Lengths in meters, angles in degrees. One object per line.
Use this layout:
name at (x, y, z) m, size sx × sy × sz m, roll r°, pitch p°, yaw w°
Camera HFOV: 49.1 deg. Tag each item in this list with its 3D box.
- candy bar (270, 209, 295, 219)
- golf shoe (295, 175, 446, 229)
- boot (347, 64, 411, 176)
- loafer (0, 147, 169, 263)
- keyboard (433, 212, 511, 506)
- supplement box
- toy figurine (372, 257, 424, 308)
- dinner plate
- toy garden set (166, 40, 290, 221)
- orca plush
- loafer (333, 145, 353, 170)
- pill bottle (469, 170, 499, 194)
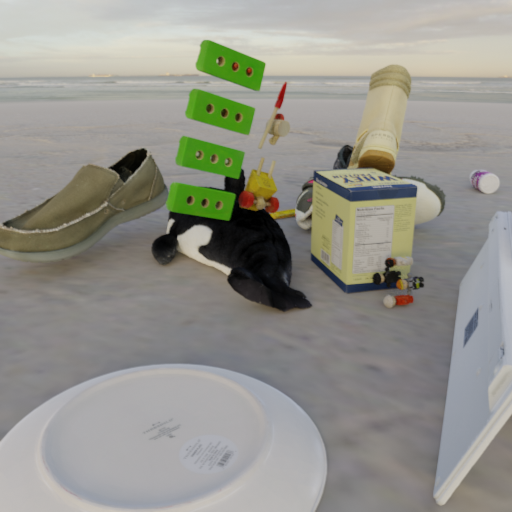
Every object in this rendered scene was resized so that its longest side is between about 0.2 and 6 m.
candy bar at (0.820, -0.936, 12.288) m, size 1.189 × 0.132 × 0.296 m, roll -9°, pitch 28°, yaw -24°
golf shoe at (2.208, -0.850, 11.070) m, size 2.918 × 1.126 × 1.285 m, roll 1°, pitch 36°, yaw 18°
boot at (2.181, -2.269, 10.034) m, size 0.805 × 1.720 × 2.213 m, roll 11°, pitch -4°, yaw 6°
loafer at (-2.919, -0.983, 9.484) m, size 1.296 × 1.200 × 3.446 m, roll 16°, pitch 34°, yaw 29°
keyboard at (2.468, 0.649, 6.097) m, size 0.253 × 1.334 × 4.741 m, roll 23°, pitch 25°, yaw 14°
supplement box at (1.618, -0.460, 8.788) m, size 1.055 × 1.570 × 1.572 m, roll -5°, pitch 20°, yaw -14°
toy figurine at (1.955, 0.348, 7.776) m, size 0.440 × 0.623 × 0.633 m, roll -5°, pitch 56°, yaw -17°
dinner plate at (-0.847, 1.612, 4.866) m, size 2.917 × 0.354 × 2.917 m, roll 1°, pitch 21°, yaw 0°
toy garden set at (-0.301, -1.673, 8.149) m, size 1.904 × 2.284 × 0.456 m, roll 6°, pitch 12°, yaw -40°
orca plush at (-0.578, -0.629, 9.222) m, size 2.361 × 1.595 × 4.487 m, roll -3°, pitch 20°, yaw -8°
loafer at (2.659, -2.182, 14.347) m, size 1.070 × 1.106 × 3.151 m, roll -3°, pitch 20°, yaw -8°
pill bottle at (5.917, -1.964, 14.621) m, size 0.522 × 0.522 × 0.931 m, roll 0°, pitch 19°, yaw 0°
